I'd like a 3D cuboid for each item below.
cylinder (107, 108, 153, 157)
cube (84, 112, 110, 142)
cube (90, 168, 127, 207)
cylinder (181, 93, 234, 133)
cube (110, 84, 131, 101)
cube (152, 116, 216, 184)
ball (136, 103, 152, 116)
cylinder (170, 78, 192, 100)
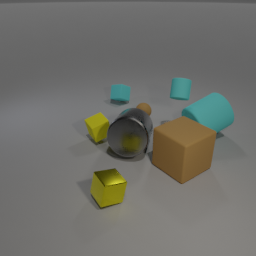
[{"bbox_3d":[0.103,0.122,9.756,1.400,1.400,1.400,5,17,10],"label":"cylinder"},{"bbox_3d":[-1.109,-0.032,10.481,0.700,0.700,0.700,-27,42,-17],"label":"cube"},{"bbox_3d":[-0.539,1.621,7.679,0.700,0.700,0.700,-4,28,-33],"label":"cube"},{"bbox_3d":[2.985,-0.417,10.571,1.400,1.400,1.400,-28,35,-11],"label":"cylinder"},{"bbox_3d":[-0.373,-1.746,13.906,0.700,0.700,0.700,3,-4,40],"label":"cube"},{"bbox_3d":[1.755,0.648,8.973,1.400,1.400,1.400,-21,35,-32],"label":"cube"},{"bbox_3d":[0.668,-0.742,12.103,0.700,0.700,0.700,0,28,0],"label":"ball"},{"bbox_3d":[1.895,-1.391,10.086,0.700,0.700,0.700,8,0,0],"label":"cylinder"}]
